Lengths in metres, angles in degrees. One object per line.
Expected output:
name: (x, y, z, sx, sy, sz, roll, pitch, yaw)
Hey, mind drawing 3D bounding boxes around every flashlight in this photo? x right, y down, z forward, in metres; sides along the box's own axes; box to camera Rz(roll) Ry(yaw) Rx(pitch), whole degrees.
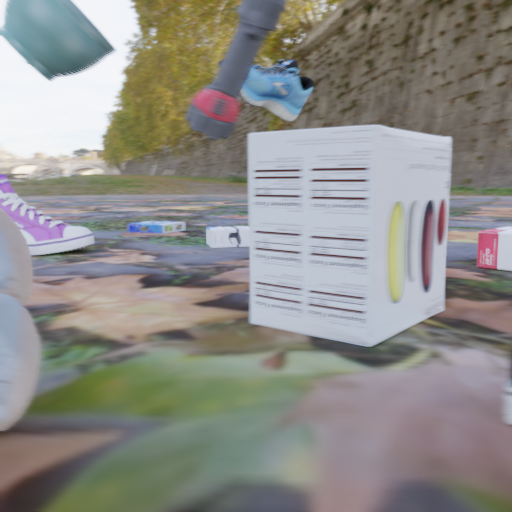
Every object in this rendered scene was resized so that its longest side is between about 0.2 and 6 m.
flashlight: (-0.336, -3.124, 9.116, 0.842, 2.487, 0.845, 43, 33, 21)

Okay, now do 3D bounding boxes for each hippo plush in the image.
hippo plush: (-2.429, 0.328, 2.249, 2.182, 2.161, 2.714, -30, -7, 3)

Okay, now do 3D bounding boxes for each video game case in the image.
video game case: (-2.515, -0.734, 14.209, 1.076, 0.245, 0.976, 4, 8, 26)

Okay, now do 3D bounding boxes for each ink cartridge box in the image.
ink cartridge box: (-0.504, -0.381, 11.125, 0.886, 0.371, 0.643, -2, 8, -15)
ink cartridge box: (4.085, -0.071, 8.104, 1.001, 0.575, 1.379, -7, 10, -40)

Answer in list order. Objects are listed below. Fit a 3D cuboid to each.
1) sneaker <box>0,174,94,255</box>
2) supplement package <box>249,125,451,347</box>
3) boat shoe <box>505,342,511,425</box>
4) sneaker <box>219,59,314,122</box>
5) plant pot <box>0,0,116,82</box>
sneaker: (-4.161, -0.732, 9.951, 2.485, 1.417, 0.901, 1, 6, -3)
supplement package: (0.912, -0.259, 5.242, 1.272, 1.730, 1.654, 6, 10, 38)
boat shoe: (2.148, 0.673, 2.491, 1.951, 0.621, 0.690, 6, 10, 36)
sneaker: (0.259, -3.537, 11.026, 1.079, 0.940, 2.398, -45, -28, 27)
plant pot: (-2.340, -2.535, 6.352, 0.839, 1.252, 1.252, -44, 9, 2)
